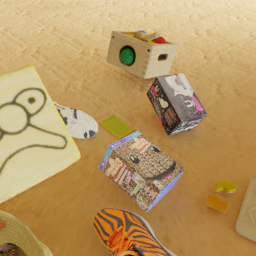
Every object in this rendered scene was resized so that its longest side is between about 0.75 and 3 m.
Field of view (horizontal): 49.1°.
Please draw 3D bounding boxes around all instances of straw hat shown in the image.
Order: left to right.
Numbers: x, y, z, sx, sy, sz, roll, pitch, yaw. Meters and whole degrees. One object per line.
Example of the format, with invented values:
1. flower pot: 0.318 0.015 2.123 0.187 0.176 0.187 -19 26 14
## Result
1. straw hat: -1.729 2.359 4.635 2.143 2.143 0.907 26 5 29

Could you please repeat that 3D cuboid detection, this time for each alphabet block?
1. alphabet block: -2.530 0.327 5.607 2.162 2.123 2.112 -27 89 -27

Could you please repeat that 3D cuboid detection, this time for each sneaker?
1. sneaker: -1.896 -0.319 8.126 1.977 0.789 1.287 8 13 -19
2. sneaker: 0.023 1.981 4.666 2.217 1.242 0.860 26 82 37

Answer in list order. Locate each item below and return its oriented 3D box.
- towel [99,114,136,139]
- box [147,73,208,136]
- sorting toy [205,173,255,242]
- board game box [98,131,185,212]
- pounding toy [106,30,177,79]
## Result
1. towel: -0.214 0.033 8.231 0.592 0.124 1.375 -30 47 -30
2. box: 1.385 -0.705 8.049 1.000 0.868 1.514 -14 67 -27
3. sorting toy: 2.933 1.737 6.036 2.264 0.303 1.687 21 47 24
4. board game box: 0.300 0.878 6.097 1.426 0.691 1.137 39 35 19
5. pounding toy: 0.545 -2.826 9.948 2.110 1.630 2.292 29 30 27
